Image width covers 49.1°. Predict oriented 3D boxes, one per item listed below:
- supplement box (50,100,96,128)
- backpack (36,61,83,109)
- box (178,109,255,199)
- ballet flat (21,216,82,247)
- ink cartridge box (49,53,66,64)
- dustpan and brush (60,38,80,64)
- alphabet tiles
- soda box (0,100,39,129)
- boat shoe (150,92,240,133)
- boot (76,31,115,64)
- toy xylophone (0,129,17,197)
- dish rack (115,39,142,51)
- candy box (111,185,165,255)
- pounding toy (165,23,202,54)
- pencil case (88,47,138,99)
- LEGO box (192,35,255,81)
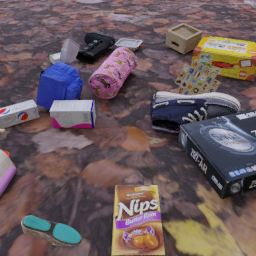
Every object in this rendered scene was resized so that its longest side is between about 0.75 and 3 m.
[{"bbox_3d":[-1.581,-0.407,8.167,1.208,0.611,0.624,0,37,0],"label":"supplement box"},{"bbox_3d":[-2.102,-1.307,8.919,1.265,1.225,1.508,23,31,-9],"label":"backpack"},{"bbox_3d":[2.918,0.488,7.016,2.638,0.574,2.114,-11,39,-14],"label":"box"},{"bbox_3d":[-1.335,1.829,4.869,1.075,0.361,0.366,24,33,-2],"label":"ballet flat"},{"bbox_3d":[-2.797,-2.894,11.683,0.757,0.319,0.553,-25,44,-29],"label":"ink cartridge box"},{"bbox_3d":[-2.230,-2.472,10.022,0.396,1.385,0.966,17,5,12],"label":"dustpan and brush"},{"bbox_3d":[2.159,-1.431,8.816,1.376,1.145,0.044,37,22,31],"label":"alphabet tiles"},{"bbox_3d":[-3.377,-0.391,8.296,1.349,0.429,0.459,-20,41,-24],"label":"soda box"},{"bbox_3d":[1.840,-0.332,7.954,2.569,0.959,1.192,3,45,14],"label":"boat shoe"},{"bbox_3d":[-1.717,-3.542,12.371,1.645,0.655,1.996,11,46,27],"label":"boot"},{"bbox_3d":[-3.971,0.779,6.519,2.814,0.707,2.060,10,38,13],"label":"toy xylophone"},{"bbox_3d":[0.034,-3.865,13.029,1.116,0.243,0.958,12,40,15],"label":"dish rack"},{"bbox_3d":[0.176,1.814,5.391,0.908,0.440,1.557,-1,36,0],"label":"candy box"},{"bbox_3d":[2.478,-4.084,12.887,1.326,1.024,1.441,-32,54,-28],"label":"pounding toy"},{"bbox_3d":[-0.466,-1.992,9.942,1.082,1.035,2.501,-31,19,37],"label":"pencil case"},{"bbox_3d":[3.913,-2.821,11.087,2.359,0.910,1.757,16,40,20],"label":"LEGO box"}]
